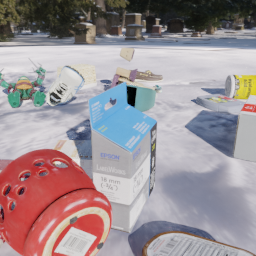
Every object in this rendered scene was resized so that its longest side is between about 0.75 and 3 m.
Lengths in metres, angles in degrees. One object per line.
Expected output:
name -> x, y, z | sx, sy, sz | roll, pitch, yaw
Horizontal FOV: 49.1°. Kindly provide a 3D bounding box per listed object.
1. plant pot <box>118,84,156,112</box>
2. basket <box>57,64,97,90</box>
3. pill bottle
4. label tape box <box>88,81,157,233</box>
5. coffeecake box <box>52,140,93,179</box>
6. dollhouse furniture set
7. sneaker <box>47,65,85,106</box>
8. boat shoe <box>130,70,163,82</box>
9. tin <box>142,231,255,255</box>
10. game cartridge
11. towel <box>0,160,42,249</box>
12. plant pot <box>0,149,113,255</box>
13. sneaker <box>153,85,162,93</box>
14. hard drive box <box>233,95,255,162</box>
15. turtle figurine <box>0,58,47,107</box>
plant pot -> 0.393, -1.121, 10.552 | 0.951, 0.951, 1.346 | 19, 18, 41
basket -> -2.595, -2.607, 14.226 | 1.229, 1.118, 1.813 | 16, 25, 35
pill bottle -> 5.237, -1.758, 12.024 | 1.886, 1.049, 1.049 | 0, 20, 3
label tape box -> -0.003, 0.393, 4.646 | 0.653, 2.063, 1.487 | 7, 21, 19
coffeecake box -> -0.994, 0.667, 6.191 | 1.332, 0.487, 1.023 | 1, 20, 2
dollhouse furniture set -> 0.612, -2.431, 13.003 | 2.038, 2.275, 2.871 | 18, 19, 3
sneaker -> -2.325, -1.427, 10.172 | 2.690, 0.967, 0.975 | -26, 32, 61
boat shoe -> 0.990, -2.984, 15.978 | 2.072, 0.617, 0.744 | 6, 21, 15
tin -> 0.887, 1.686, 3.373 | 1.576, 0.330, 0.883 | 4, 19, 36
game cartridge -> 3.576, -0.967, 10.922 | 1.208, 0.371, 1.816 | -13, 24, -22
towel -> -2.754, 1.272, 4.880 | 1.895, 0.299, 2.631 | 1, 22, -4
plant pot -> -0.964, 1.117, 3.741 | 1.371, 1.371, 1.249 | -18, 32, -40
sneaker -> 1.347, -1.932, 13.490 | 0.319, 0.355, 0.822 | -15, 25, -36
hard drive box -> 4.286, 0.123, 6.746 | 2.949, 1.133, 2.298 | 10, 22, 26
turtle figurine -> -4.341, -1.809, 11.693 | 2.094, 1.408, 2.797 | -20, 40, -13
